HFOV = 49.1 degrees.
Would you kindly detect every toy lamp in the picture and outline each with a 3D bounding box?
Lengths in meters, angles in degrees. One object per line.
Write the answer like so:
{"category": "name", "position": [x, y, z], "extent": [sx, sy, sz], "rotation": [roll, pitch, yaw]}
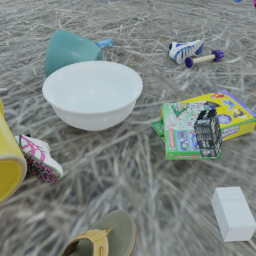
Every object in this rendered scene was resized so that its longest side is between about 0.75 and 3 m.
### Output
{"category": "toy lamp", "position": [3.302, -2.967, 11.899], "extent": [1.800, 0.524, 0.524], "rotation": [-16, 42, -19]}

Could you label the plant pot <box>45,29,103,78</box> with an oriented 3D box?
{"category": "plant pot", "position": [-1.845, -2.407, 10.197], "extent": [1.586, 1.976, 1.976], "rotation": [15, 41, 6]}

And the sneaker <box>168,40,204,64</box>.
{"category": "sneaker", "position": [2.442, -3.531, 12.385], "extent": [1.854, 0.749, 1.070], "rotation": [-30, 50, -29]}

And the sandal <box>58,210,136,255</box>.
{"category": "sandal", "position": [-0.851, 2.420, 5.236], "extent": [2.598, 0.702, 1.043], "rotation": [-28, 47, -30]}

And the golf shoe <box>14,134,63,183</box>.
{"category": "golf shoe", "position": [-2.356, 0.671, 7.323], "extent": [2.029, 0.737, 0.934], "rotation": [25, 46, 27]}

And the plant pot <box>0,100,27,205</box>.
{"category": "plant pot", "position": [-3.840, 0.426, 6.195], "extent": [2.750, 2.923, 2.923], "rotation": [41, 53, 21]}

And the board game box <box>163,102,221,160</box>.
{"category": "board game box", "position": [1.630, 0.020, 7.494], "extent": [1.313, 0.284, 1.951], "rotation": [-1, 44, 5]}

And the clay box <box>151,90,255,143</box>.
{"category": "clay box", "position": [2.239, -0.234, 8.460], "extent": [2.759, 0.657, 1.585], "rotation": [-16, 43, -18]}

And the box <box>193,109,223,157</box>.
{"category": "box", "position": [1.604, 0.102, 5.553], "extent": [0.324, 0.752, 0.616], "rotation": [-4, 30, 32]}

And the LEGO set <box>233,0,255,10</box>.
{"category": "LEGO set", "position": [2.943, -3.435, 6.809], "extent": [0.633, 0.682, 1.661], "rotation": [1, 68, 31]}

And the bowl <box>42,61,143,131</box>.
{"category": "bowl", "position": [-1.039, -0.832, 8.675], "extent": [2.943, 1.323, 2.943], "rotation": [0, 39, 0]}

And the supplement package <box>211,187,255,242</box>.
{"category": "supplement package", "position": [2.244, 1.840, 6.035], "extent": [0.575, 0.577, 0.983], "rotation": [-1, 40, -2]}

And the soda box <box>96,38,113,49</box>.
{"category": "soda box", "position": [-1.111, -3.978, 13.287], "extent": [0.828, 0.281, 0.266], "rotation": [-29, 48, -31]}
